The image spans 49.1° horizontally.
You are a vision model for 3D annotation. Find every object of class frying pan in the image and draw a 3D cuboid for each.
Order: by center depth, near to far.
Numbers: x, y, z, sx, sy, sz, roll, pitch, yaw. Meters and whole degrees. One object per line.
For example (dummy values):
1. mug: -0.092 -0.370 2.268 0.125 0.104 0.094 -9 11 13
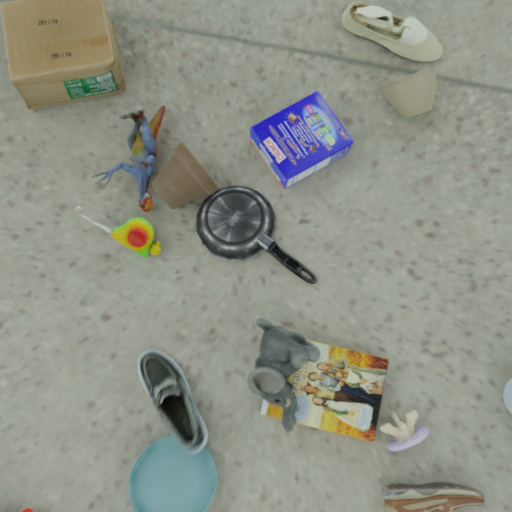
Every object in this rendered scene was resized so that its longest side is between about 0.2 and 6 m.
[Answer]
1. frying pan: -0.168 -0.282 11.705 1.726 0.464 2.853 -29 72 -8

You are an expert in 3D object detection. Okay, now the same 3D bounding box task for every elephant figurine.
1. elephant figurine: 0.358 2.210 10.299 1.273 1.161 1.640 40 104 41

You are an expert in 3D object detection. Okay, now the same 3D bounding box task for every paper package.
1. paper package: -4.312 -4.630 12.557 2.303 1.192 2.195 -12 74 -4

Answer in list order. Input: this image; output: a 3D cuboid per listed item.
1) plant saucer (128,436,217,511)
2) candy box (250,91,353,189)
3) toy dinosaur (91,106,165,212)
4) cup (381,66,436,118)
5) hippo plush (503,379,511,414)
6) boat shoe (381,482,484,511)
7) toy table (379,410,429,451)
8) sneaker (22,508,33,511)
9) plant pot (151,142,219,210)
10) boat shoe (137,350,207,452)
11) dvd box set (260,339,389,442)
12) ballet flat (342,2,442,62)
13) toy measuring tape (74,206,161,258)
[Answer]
1. plant saucer: -1.520 4.156 10.292 1.613 0.221 1.613 -1 59 2
2. candy box: 0.960 -2.514 12.198 1.744 0.672 1.475 -29 77 -9
3. toy dinosaur: -2.288 -2.045 11.925 2.263 1.188 2.053 -27 110 -39
4. cup: 3.448 -3.550 12.365 1.190 1.190 0.851 -21 102 -6
5. hippo plush: 5.772 2.499 9.968 2.137 2.117 2.658 43 78 11
6. boat shoe: 3.208 4.501 10.173 1.797 0.680 0.645 -4 77 8
7. toy table: 2.766 3.264 10.516 0.818 0.752 0.479 -26 92 -12
8. sneaker: -3.972 5.152 9.818 2.472 0.870 1.156 13 79 7
9. plant pot: -1.560 -1.569 11.715 1.084 1.243 1.243 -39 77 3
10. boat shoe: -1.576 2.633 10.551 0.785 0.773 2.179 -34 69 -12
11. dvd box set: 1.317 2.514 10.823 2.220 0.326 1.624 13 79 4
12. ballet flat: 3.173 -5.227 12.924 2.507 0.871 0.871 22 75 6
13. toy measuring tape: -2.720 -0.640 11.433 1.894 0.697 0.697 34 75 -17
